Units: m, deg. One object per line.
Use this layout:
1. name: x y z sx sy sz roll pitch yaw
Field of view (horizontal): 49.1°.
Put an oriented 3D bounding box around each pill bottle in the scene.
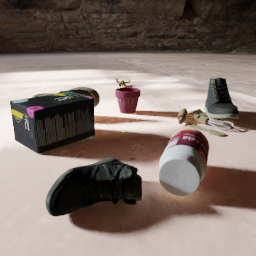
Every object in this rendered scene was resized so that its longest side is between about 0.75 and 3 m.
1. pill bottle: 1.266 0.710 6.255 0.996 0.996 1.744 6 20 17

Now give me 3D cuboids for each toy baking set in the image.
1. toy baking set: 2.858 -0.347 10.389 2.073 0.314 2.701 7 20 19

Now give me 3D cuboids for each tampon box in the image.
1. tampon box: -2.283 -0.273 8.664 1.545 1.301 2.061 17 26 41

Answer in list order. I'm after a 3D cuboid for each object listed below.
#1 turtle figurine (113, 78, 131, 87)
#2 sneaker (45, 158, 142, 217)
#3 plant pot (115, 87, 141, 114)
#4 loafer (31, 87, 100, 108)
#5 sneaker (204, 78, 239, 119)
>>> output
1. turtle figurine: -0.400 -2.828 17.548 1.140 0.367 0.919 8 26 -1
2. sneaker: -0.498 1.139 5.349 1.170 0.781 2.043 7 14 39
3. plant pot: -0.002 -1.137 11.692 1.079 0.965 1.079 0 18 0
4. loafer: -2.502 -0.919 10.858 2.836 1.073 0.968 -8 21 5
5. sneaker: 3.530 -1.191 10.770 0.996 1.415 2.664 1 14 -1
